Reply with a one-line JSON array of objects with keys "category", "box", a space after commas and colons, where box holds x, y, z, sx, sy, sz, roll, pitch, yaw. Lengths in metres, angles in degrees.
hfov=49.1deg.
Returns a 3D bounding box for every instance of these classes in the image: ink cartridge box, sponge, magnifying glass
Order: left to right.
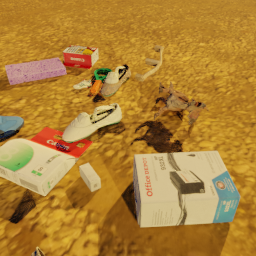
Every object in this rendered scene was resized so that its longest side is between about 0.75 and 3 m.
[{"category": "sponge", "box": [-4.974, -3.126, 15.137, 2.960, 0.441, 1.651, -15, 39, -19]}, {"category": "ink cartridge box", "box": [-2.935, 0.789, 9.750, 2.329, 0.725, 2.894, 17, 41, 20]}, {"category": "ink cartridge box", "box": [-2.783, -4.125, 16.225, 1.757, 0.737, 1.543, 9, 39, 10]}, {"category": "magnifying glass", "box": [-1.444, -2.498, 14.498, 0.993, 0.279, 2.494, 6, 36, 8]}, {"category": "ink cartridge box", "box": [1.528, 1.700, 8.137, 2.637, 1.104, 1.913, -3, 37, -3]}]

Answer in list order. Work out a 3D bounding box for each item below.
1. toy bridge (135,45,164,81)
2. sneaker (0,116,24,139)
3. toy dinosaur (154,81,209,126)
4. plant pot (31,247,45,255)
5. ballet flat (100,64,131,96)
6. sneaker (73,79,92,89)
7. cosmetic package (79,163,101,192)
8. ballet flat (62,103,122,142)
[{"category": "toy bridge", "box": [1.118, -2.897, 12.450, 0.707, 0.286, 2.104, 20, 64, 28]}, {"category": "sneaker", "box": [-5.391, -0.130, 10.673, 2.683, 1.052, 0.884, -14, 37, -21]}, {"category": "toy dinosaur", "box": [2.206, -1.057, 11.843, 2.005, 1.270, 2.958, 11, 25, 2]}, {"category": "plant pot", "box": [-2.150, 3.342, 6.227, 0.885, 0.967, 0.967, -33, 47, -21]}, {"category": "ballet flat", "box": [-0.639, -2.505, 13.969, 0.867, 0.856, 2.546, 15, 40, 19]}, {"category": "sneaker", "box": [-2.280, -2.220, 13.931, 0.947, 0.443, 0.333, -9, 38, -13]}, {"category": "cosmetic package", "box": [-1.213, 1.556, 8.896, 0.356, 0.451, 0.839, -20, 43, -24]}, {"category": "ballet flat", "box": [-1.411, -0.343, 11.035, 2.707, 0.940, 0.940, -24, 43, -30]}]
